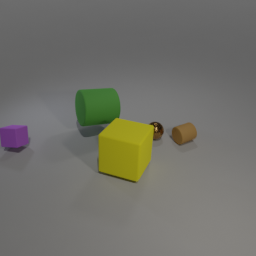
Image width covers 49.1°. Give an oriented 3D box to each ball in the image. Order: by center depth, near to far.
[{"bbox_3d":[1.056,0.098,10.952,0.700,0.700,0.700,0,32,0],"label":"ball"}]

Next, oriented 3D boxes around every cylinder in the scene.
[{"bbox_3d":[2.161,0.205,10.773,0.700,0.700,0.700,-18,36,-23],"label":"cylinder"},{"bbox_3d":[-1.196,-0.821,10.890,1.400,1.400,1.400,-7,32,-25],"label":"cylinder"}]

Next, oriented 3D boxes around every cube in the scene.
[{"bbox_3d":[-0.053,0.671,9.245,1.400,1.400,1.400,12,29,18],"label":"cube"},{"bbox_3d":[-4.181,0.295,10.314,0.700,0.700,0.700,2,11,16],"label":"cube"}]
